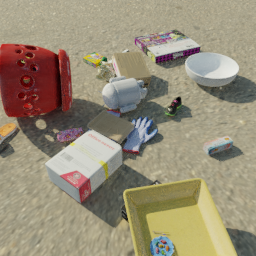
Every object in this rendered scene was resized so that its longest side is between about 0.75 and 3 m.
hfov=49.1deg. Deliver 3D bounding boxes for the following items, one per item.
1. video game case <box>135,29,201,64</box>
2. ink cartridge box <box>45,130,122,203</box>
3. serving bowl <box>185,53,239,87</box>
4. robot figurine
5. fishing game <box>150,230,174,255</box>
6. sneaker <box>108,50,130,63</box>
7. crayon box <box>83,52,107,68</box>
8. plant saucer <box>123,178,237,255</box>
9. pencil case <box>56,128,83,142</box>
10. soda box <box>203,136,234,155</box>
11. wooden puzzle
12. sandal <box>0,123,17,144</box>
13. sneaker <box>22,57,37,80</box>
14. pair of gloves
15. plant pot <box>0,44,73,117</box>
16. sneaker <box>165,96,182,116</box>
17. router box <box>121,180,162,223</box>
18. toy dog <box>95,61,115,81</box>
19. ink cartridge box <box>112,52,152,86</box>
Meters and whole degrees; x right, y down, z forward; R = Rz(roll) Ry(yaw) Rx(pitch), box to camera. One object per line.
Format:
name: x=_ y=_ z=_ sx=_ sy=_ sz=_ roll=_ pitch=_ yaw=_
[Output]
video game case: x=2.217 y=-4.766 z=16.113 sx=2.893 sy=0.518 sz=2.622 roll=-18 pitch=45 yaw=-18
ink cartridge box: x=-1.387 y=1.188 z=9.291 sx=1.525 sy=0.876 sz=2.101 roll=28 pitch=49 yaw=27
serving bowl: x=4.014 y=-2.734 z=13.658 sx=2.501 sy=0.823 sz=2.501 roll=1 pitch=42 yaw=0
robot figurine: x=-0.224 y=-1.456 z=11.999 sx=2.025 sy=1.144 sz=1.717 roll=-14 pitch=66 yaw=-14
fishing game: x=0.850 y=2.975 z=6.985 sx=0.604 sy=0.131 sz=0.844 roll=5 pitch=47 yaw=8
sneaker: x=-0.470 y=-3.748 z=14.954 sx=0.685 sy=0.601 sz=1.710 roll=18 pitch=46 yaw=23
crayon box: x=-1.771 y=-3.676 z=15.088 sx=0.995 sy=0.290 sz=0.859 roll=30 pitch=50 yaw=29
plant saucer: x=1.221 y=2.577 z=7.269 sx=2.358 sy=0.571 sz=2.358 roll=-8 pitch=48 yaw=-7
pencil case: x=-2.198 y=0.266 z=10.673 sx=0.993 sy=0.434 sz=0.434 roll=-13 pitch=44 yaw=-13
soda box: x=3.316 y=0.638 z=10.305 sx=1.067 sy=0.339 sz=0.365 roll=-15 pitch=45 yaw=-15
wooden puzzle: x=-0.640 y=-0.012 z=10.718 sx=1.435 sy=0.332 sz=1.329 roll=27 pitch=40 yaw=13
sandal: x=-4.963 y=0.205 z=10.567 sx=0.672 sy=0.502 sz=1.753 roll=22 pitch=44 yaw=12
sneaker: x=-5.289 y=-3.005 z=13.736 sx=2.965 sy=1.159 sz=1.339 roll=5 pitch=45 yaw=5
pair of gloves: x=-0.176 y=0.074 z=10.970 sx=2.605 sy=0.297 sz=2.094 roll=12 pitch=44 yaw=14
plant pot: x=-3.605 y=-1.922 z=11.252 sx=2.603 sy=2.859 sz=2.859 roll=-5 pitch=42 yaw=-12
sneaker: x=1.933 y=-0.955 z=11.928 sx=0.469 sy=0.512 sz=1.222 roll=20 pitch=46 yaw=21
router box: x=0.990 y=2.578 z=8.035 sx=1.514 sy=0.503 sz=1.925 roll=-32 pitch=51 yaw=-30
toy dog: x=-0.966 y=-2.842 z=13.741 sx=1.130 sy=0.813 sz=1.166 roll=19 pitch=32 yaw=-8
ink cartridge box: x=0.146 y=-2.803 z=13.427 sx=1.463 sy=0.667 sz=1.776 roll=-8 pitch=60 yaw=-17
